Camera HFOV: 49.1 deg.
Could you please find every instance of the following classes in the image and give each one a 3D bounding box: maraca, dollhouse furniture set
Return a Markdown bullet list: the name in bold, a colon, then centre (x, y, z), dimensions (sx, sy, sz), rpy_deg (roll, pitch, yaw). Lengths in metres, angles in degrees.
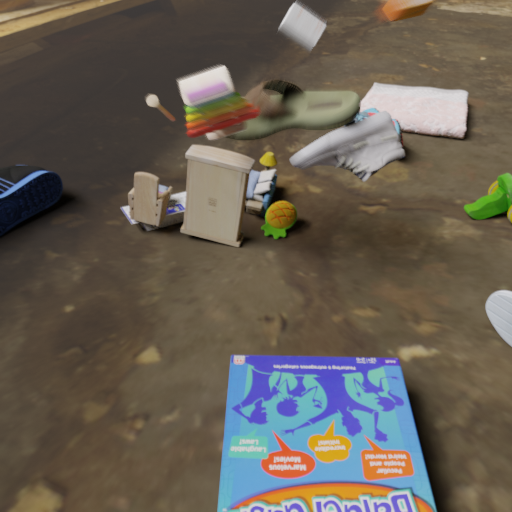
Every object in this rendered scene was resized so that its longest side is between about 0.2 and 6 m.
- **maraca**: centre (0.451, -0.702, 10.912), dimensions (0.609, 0.475, 0.888), rpy_deg (18, 62, 16)
- **dollhouse furniture set**: centre (-0.861, -1.779, 11.065), dimensions (2.446, 1.691, 2.591), rpy_deg (15, 37, 6)

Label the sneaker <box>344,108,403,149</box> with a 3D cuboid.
- **sneaker**: centre (2.855, -2.950, 13.876), dimensions (1.050, 0.872, 2.199), rpy_deg (-18, 30, -6)

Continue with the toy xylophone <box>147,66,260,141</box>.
- **toy xylophone**: centre (-0.705, -2.017, 7.648), dimensions (1.256, 0.431, 1.716), rpy_deg (-18, -6, 13)

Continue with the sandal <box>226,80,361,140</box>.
- **sandal**: centre (0.381, -2.402, 8.721), dimensions (2.439, 0.696, 0.969), rpy_deg (-4, 49, 13)

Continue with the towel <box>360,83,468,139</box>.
- **towel**: centre (4.404, -4.130, 15.664), dimensions (2.924, 0.471, 2.793), rpy_deg (11, 37, 17)

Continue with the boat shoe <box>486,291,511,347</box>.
- **boat shoe**: centre (4.266, 1.207, 8.176), dimensions (0.606, 0.703, 1.954), rpy_deg (-3, 37, -40)

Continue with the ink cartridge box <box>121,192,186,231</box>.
- **ink cartridge box**: centre (-1.916, -0.878, 11.278), dimensions (1.453, 0.285, 0.722), rpy_deg (-16, 40, -23)

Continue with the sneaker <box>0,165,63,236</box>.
- **sneaker**: centre (-5.292, -0.993, 10.926), dimensions (1.153, 1.038, 2.960), rpy_deg (17, 34, 33)

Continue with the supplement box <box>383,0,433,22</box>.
- **supplement box**: centre (2.674, -4.402, 9.865), dimensions (0.933, 0.311, 0.321), rpy_deg (-23, 78, -33)

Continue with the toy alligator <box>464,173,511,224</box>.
- **toy alligator**: centre (6.049, -1.286, 11.223), dimensions (3.681, 0.999, 1.092), rpy_deg (-3, 36, -4)

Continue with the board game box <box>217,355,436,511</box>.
- **board game box**: centre (0.732, 2.406, 6.359), dimensions (2.250, 0.666, 2.959), rpy_deg (1, 36, 1)

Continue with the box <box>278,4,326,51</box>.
- **box**: centre (0.983, -4.882, 11.975), dimensions (0.832, 0.518, 0.406), rpy_deg (31, 0, -12)

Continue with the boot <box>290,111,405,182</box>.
- **boot**: centre (1.479, -1.538, 8.719), dimensions (1.811, 0.866, 0.666), rpy_deg (-26, 0, -10)
